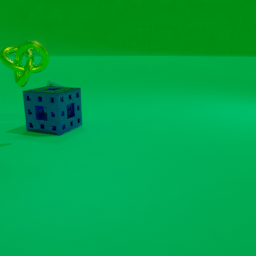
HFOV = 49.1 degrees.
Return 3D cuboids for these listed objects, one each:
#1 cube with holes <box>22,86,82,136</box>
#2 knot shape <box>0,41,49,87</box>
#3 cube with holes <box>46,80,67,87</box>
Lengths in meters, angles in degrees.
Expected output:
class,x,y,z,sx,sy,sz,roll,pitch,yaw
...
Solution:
class,x,y,z,sx,sy,sz,roll,pitch,yaw
cube with holes,-2.306,-0.592,8.739,1.243,1.243,1.243,6,17,22
knot shape,-2.490,-1.667,6.892,1.105,1.181,0.546,-25,-10,7
cube with holes,-2.503,-1.092,10.207,0.914,0.914,0.914,21,-1,2
